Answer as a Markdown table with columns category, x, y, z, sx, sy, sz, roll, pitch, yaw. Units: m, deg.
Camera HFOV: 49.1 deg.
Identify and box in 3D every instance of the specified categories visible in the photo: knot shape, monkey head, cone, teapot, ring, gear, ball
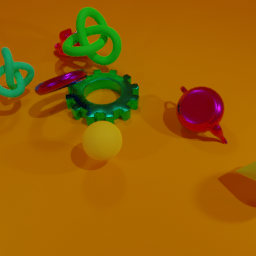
| category | x | y | z | sx | sy | sz | roll | pitch | yaw |
| --- | --- | --- | --- | --- | --- | --- | --- | --- | --- |
| knot shape | -3.040 | -1.493 | 7.326 | 0.604 | 1.223 | 1.307 | -1 | 26 | 18 |
| monkey head | -1.867 | -2.672 | 9.385 | 1.575 | 0.949 | 1.133 | 15 | 65 | 8 |
| knot shape | -1.081 | -2.847 | 8.557 | 1.793 | 0.829 | 1.678 | 3 | 80 | -6 |
| cone | 2.769 | 0.888 | 5.766 | 1.051 | 1.048 | 1.048 | -5 | 43 | 30 |
| teapot | 1.928 | -0.386 | 7.258 | 1.198 | 0.943 | 1.926 | -38 | 67 | 12 |
| ring | -1.716 | -1.180 | 7.240 | 1.414 | 0.283 | 1.414 | -20 | 10 | 4 |
| gear | -0.722 | -0.927 | 8.125 | 2.087 | 0.386 | 2.087 | 0 | 48 | 0 |
| ball | -0.567 | 0.283 | 6.228 | 0.879 | 0.879 | 0.879 | 0 | 48 | 0 |
